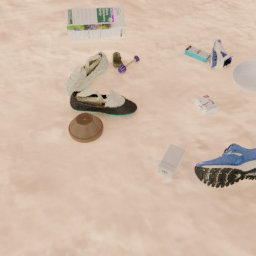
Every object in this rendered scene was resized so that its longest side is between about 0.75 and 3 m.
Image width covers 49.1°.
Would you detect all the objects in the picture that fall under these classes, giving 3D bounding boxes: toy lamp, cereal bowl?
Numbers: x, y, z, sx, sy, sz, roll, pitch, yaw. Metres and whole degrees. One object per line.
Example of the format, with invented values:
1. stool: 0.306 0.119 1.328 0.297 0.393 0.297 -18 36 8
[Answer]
1. toy lamp: 0.019 -2.983 13.149 0.375 0.375 1.290 32 54 24
2. cereal bowl: 2.780 -1.137 6.347 0.794 0.331 0.794 -7 63 14

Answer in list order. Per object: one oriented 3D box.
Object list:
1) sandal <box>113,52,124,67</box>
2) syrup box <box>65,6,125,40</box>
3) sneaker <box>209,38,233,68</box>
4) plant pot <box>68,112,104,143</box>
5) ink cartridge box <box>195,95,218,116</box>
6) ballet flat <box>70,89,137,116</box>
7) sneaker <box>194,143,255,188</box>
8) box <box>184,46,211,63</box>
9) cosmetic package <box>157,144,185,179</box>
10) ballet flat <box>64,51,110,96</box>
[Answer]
1. sandal: -0.525 -3.329 13.433 0.495 0.356 1.247 -9 50 -8
2. syrup box: -1.639 -5.388 14.401 2.941 1.198 1.158 -5 81 -4
3. sneaker: 4.466 -3.436 13.387 0.987 0.690 1.708 13 58 6
4. plant pot: -1.612 -0.142 10.565 1.346 0.621 1.346 -1 49 1
5. ink cartridge box: 3.199 -0.925 11.410 0.583 0.339 0.800 -19 54 -15
6. ballet flat: -0.993 -1.038 11.109 2.751 0.941 0.935 2 50 2
7. sneaker: 3.381 1.191 9.314 2.632 1.034 1.173 -5 41 -14
8. box: 3.394 -3.624 13.726 1.173 0.288 0.483 31 56 24
9. cosmetic package: 1.490 1.125 9.593 0.571 0.450 1.061 24 53 21
10. ballet flat: -1.885 -2.555 12.438 0.986 0.986 2.748 28 56 22
